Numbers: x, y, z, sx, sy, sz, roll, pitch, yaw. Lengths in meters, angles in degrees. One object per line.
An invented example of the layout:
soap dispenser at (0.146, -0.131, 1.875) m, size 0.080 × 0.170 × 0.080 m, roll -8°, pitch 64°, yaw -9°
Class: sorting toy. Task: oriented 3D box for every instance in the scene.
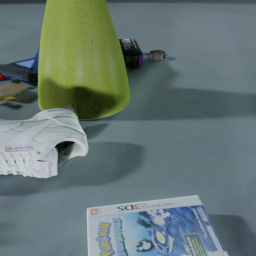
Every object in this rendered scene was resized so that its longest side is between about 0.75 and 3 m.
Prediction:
sorting toy at (-3.705, -1.096, 8.772) m, size 0.810 × 0.284 × 1.680 m, roll 8°, pitch 31°, yaw 14°

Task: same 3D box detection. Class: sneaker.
sneaker at (-2.098, 0.421, 5.377) m, size 2.799 × 1.048 × 1.394 m, roll -18°, pitch 47°, yaw -25°

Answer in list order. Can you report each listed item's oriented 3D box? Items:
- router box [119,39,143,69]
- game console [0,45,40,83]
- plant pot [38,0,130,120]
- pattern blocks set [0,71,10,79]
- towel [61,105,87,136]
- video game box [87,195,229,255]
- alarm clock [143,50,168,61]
router box at (-0.494, -3.211, 11.988) m, size 1.950 × 0.668 × 2.615 m, roll -3°, pitch 30°, yaw -4°
game console at (-2.786, -2.856, 10.171) m, size 2.495 × 1.730 × 2.923 m, roll 20°, pitch 31°, yaw 26°
plant pot at (-1.317, -2.192, 7.962) m, size 2.802 × 2.995 × 2.802 m, roll 0°, pitch 30°, yaw 0°
pattern blocks set at (-4.381, -2.205, 10.807) m, size 1.668 × 0.135 × 1.466 m, roll -15°, pitch 33°, yaw -24°
towel at (-1.630, -0.072, 6.837) m, size 0.976 × 0.175 × 1.013 m, roll -18°, pitch 61°, yaw -22°
video game box at (0.392, 1.798, 3.679) m, size 1.817 × 0.467 × 1.995 m, roll -7°, pitch 31°, yaw -6°
alarm clock at (1.193, -3.253, 12.424) m, size 1.066 × 0.355 × 0.719 m, roll 7°, pitch 31°, yaw 18°
